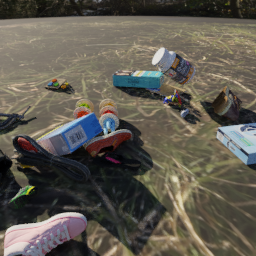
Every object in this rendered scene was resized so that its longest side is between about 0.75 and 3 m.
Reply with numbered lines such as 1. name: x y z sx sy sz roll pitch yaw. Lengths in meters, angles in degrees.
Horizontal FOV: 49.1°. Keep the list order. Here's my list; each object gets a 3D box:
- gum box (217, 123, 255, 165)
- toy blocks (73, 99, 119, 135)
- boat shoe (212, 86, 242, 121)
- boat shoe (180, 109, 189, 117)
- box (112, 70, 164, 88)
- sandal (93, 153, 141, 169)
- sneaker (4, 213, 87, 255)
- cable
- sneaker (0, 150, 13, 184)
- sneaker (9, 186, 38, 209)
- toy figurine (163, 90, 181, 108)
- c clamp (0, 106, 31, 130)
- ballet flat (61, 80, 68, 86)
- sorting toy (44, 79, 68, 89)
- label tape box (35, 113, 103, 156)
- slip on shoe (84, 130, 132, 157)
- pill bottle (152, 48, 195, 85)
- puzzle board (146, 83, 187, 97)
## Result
1. gum box: 4.670 0.478 10.075 2.192 0.488 1.863 -7 29 -14
2. toy blocks: -1.313 -0.398 11.375 1.871 0.815 2.245 -1 28 -4
3. boat shoe: 4.549 -1.046 12.652 1.064 1.066 2.956 36 23 1
4. boat shoe: 2.467 -0.690 12.520 0.261 0.276 0.789 10 28 30
5. box: 0.578 -2.780 15.824 2.711 0.666 1.115 6 27 18
6. sandal: -0.366 1.033 9.171 1.574 0.355 0.591 3 28 6
7. sneaker: -1.776 2.497 6.084 1.830 0.689 0.957 -10 28 -8
8. cable: -2.421 0.831 8.553 2.767 1.344 0.696 8 28 11
9. sneaker: -4.182 1.015 8.768 1.155 0.848 2.553 -3 32 -12
10. sneaker: -2.903 1.888 7.660 0.385 0.352 0.903 5 19 24
11. toy figurine: 2.092 -1.289 13.590 0.787 0.693 1.313 -22 19 20
12. c clamp: -5.652 -0.424 12.055 2.328 0.315 1.988 3 33 3
13. ballet flat: -3.637 -2.609 16.098 0.277 0.276 0.811 -18 24 32
14. sorting toy: -3.900 -2.513 15.703 1.371 0.184 1.021 8 42 27
15. label tape box: -2.287 0.387 9.697 2.368 0.783 1.697 -20 12 39
16. slip on shoe: -0.612 0.549 9.906 1.973 0.731 0.604 -17 67 -40
17. pill bottle: 2.301 -3.111 14.148 2.026 1.179 1.179 27 19 -24
18. puzzle board: 2.050 -2.033 15.170 1.353 0.156 1.795 -25 36 -37
